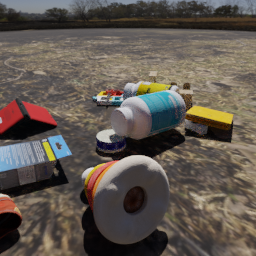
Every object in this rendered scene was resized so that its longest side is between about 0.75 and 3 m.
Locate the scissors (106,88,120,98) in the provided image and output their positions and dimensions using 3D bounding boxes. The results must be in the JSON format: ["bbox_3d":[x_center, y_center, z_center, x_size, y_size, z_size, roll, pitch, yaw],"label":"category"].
[{"bbox_3d":[-1.021,-1.783,14.603,0.752,0.143,2.055,9,23,15],"label":"scissors"}]

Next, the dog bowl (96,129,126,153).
[{"bbox_3d":[-0.609,0.461,10.172,1.076,0.424,1.076,0,25,0],"label":"dog bowl"}]

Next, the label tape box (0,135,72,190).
[{"bbox_3d":[-2.945,1.001,8.720,2.131,0.674,1.536,-11,27,-22],"label":"label tape box"}]

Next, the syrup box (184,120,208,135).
[{"bbox_3d":[2.747,-0.070,11.356,0.361,0.373,0.916,-14,28,-33],"label":"syrup box"}]

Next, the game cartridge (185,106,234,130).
[{"bbox_3d":[3.468,-0.472,11.810,1.788,0.329,2.029,16,18,20],"label":"game cartridge"}]

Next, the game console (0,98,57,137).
[{"bbox_3d":[-4.451,-0.316,12.076,1.949,1.342,2.262,-40,36,-8],"label":"game console"}]

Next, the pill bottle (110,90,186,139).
[{"bbox_3d":[0.754,-0.492,10.651,2.849,1.578,1.578,-15,29,-37],"label":"pill bottle"}]

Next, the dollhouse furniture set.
[{"bbox_3d":[2.175,-2.026,14.246,2.228,1.450,2.047,4,26,9],"label":"dollhouse furniture set"}]

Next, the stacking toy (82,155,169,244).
[{"bbox_3d":[-0.457,1.445,6.995,1.947,1.947,2.664,-16,15,-31],"label":"stacking toy"}]

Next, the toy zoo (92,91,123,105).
[{"bbox_3d":[-0.690,-1.563,14.674,2.349,0.240,1.541,2,25,3],"label":"toy zoo"}]

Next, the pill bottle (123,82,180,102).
[{"bbox_3d":[1.060,-1.422,13.051,2.431,1.367,1.367,12,28,23],"label":"pill bottle"}]

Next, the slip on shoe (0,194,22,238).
[{"bbox_3d":[-3.454,2.320,5.600,0.899,1.088,2.938,21,27,29],"label":"slip on shoe"}]
